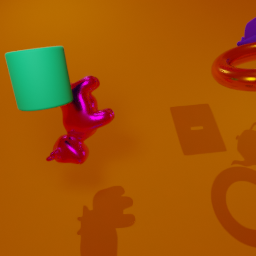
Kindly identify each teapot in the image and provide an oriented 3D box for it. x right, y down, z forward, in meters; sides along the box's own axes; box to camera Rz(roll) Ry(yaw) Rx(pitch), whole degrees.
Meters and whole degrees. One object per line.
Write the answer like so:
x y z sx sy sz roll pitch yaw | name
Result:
3.074 -2.088 6.514 0.863 1.096 1.763 2 21 40 | teapot

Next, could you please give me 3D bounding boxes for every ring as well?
2.553 -1.215 5.252 1.918 0.384 1.918 -12 29 7 | ring

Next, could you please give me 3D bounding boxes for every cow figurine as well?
-1.101 -0.109 5.746 1.630 0.909 1.656 -24 96 5 | cow figurine

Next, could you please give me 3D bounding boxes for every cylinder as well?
-1.401 -0.804 4.497 0.893 0.893 0.893 -7 17 2 | cylinder
